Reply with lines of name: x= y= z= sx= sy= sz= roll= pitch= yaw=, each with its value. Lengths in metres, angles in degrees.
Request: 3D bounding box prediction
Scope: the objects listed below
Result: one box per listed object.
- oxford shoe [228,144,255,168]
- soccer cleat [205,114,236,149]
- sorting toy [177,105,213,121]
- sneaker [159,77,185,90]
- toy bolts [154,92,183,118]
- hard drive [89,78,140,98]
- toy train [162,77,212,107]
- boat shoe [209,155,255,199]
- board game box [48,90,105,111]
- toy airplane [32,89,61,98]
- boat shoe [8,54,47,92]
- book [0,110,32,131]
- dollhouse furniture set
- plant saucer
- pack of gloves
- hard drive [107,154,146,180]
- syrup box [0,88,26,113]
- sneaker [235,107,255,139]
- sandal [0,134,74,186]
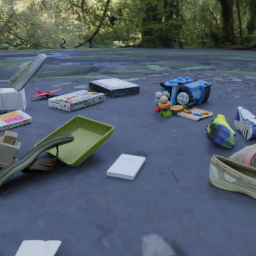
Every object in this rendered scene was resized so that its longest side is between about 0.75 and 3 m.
oxford shoe: x=3.932 y=0.706 z=8.182 sx=2.436 sy=0.862 sz=0.899 roll=-7 pitch=8 yaw=-33
soccer cleat: x=3.400 y=0.149 z=10.124 sx=1.012 sy=0.782 sz=2.420 roll=34 pitch=22 yaw=5
sorting toy: x=2.876 y=-0.752 z=12.918 sx=1.250 sy=0.249 sz=1.692 roll=-17 pitch=27 yaw=-38
sneaker: x=3.096 y=-2.580 z=16.749 sx=2.437 sy=1.010 sz=0.864 roll=4 pitch=19 yaw=9
toy bolts: x=1.783 y=-1.191 z=12.929 sx=1.253 sy=0.910 sz=1.312 roll=-19 pitch=25 yaw=-19
hard drive: x=-0.896 y=-2.538 z=17.326 sx=2.050 sy=0.555 sz=2.934 roll=-12 pitch=24 yaw=-29
toy train: x=3.015 y=-1.843 z=14.429 sx=1.710 sy=1.297 sz=2.993 roll=22 pitch=28 yaw=33
boat shoe: x=3.174 y=1.242 z=6.841 sx=2.317 sy=0.729 sz=0.845 roll=12 pitch=24 yaw=30
board game box: x=-2.620 y=-1.456 z=14.530 sx=1.582 sy=0.434 sz=2.506 roll=13 pitch=24 yaw=34
toy airplane: x=-4.780 y=-1.938 z=15.966 sx=1.927 sy=0.354 sz=1.927 roll=-3 pitch=23 yaw=1
boat shoe: x=-3.414 y=-1.927 z=9.447 sx=0.522 sy=1.683 sz=0.606 roll=43 pitch=16 yaw=-15
book: x=-4.907 y=-0.280 z=11.540 sx=1.026 sy=0.369 sz=1.536 roll=20 pitch=29 yaw=39
dollhouse furniture set: x=-4.624 y=0.478 z=8.779 sx=2.388 sy=1.501 sz=2.700 roll=19 pitch=13 yaw=-21
plant saucer: x=-1.622 y=0.440 z=8.835 sx=1.905 sy=0.457 sz=1.908 roll=17 pitch=46 yaw=39
pack of gloves: x=-2.179 y=2.507 z=4.191 sx=1.778 sy=0.418 sz=2.117 roll=-4 pitch=13 yaw=7
hard drive: x=-0.026 y=1.100 z=8.061 sx=0.774 sy=0.149 sz=1.173 roll=7 pitch=21 yaw=18
syrup box: x=-6.219 y=-1.284 z=13.223 sx=2.513 sy=1.023 sz=0.990 roll=-5 pitch=21 yaw=-13
sneaker: x=4.825 y=-0.111 z=10.647 sx=1.091 sy=0.763 sz=1.890 roll=4 pitch=27 yaw=0
sandal: x=-2.540 y=0.988 z=7.591 sx=2.635 sy=0.752 sz=1.046 roll=-38 pitch=7 yaw=-34
